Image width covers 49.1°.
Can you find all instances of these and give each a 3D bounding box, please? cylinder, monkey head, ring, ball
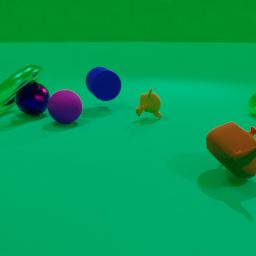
[{"bbox_3d":[-0.816,-1.453,9.144,0.977,0.977,0.977,-6,21,-18],"label":"cylinder"},{"bbox_3d":[0.597,-0.643,8.082,0.620,1.030,0.741,4,43,37],"label":"monkey head"},{"bbox_3d":[-3.356,-1.090,8.292,2.098,0.420,2.098,-41,10,8],"label":"ring"},{"bbox_3d":[-2.889,-0.893,8.528,1.029,1.029,1.029,0,19,0],"label":"ball"},{"bbox_3d":[-1.734,-0.588,7.746,0.940,0.940,0.940,0,19,0],"label":"ball"}]

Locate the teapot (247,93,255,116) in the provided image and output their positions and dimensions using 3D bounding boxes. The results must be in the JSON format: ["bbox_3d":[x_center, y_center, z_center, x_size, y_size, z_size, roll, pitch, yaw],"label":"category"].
[{"bbox_3d":[4.050,-0.688,8.498,0.588,0.746,1.200,16,23,-5],"label":"teapot"}]

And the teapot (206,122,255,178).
[{"bbox_3d":[1.865,0.319,4.690,1.019,0.803,1.640,42,12,0],"label":"teapot"}]
